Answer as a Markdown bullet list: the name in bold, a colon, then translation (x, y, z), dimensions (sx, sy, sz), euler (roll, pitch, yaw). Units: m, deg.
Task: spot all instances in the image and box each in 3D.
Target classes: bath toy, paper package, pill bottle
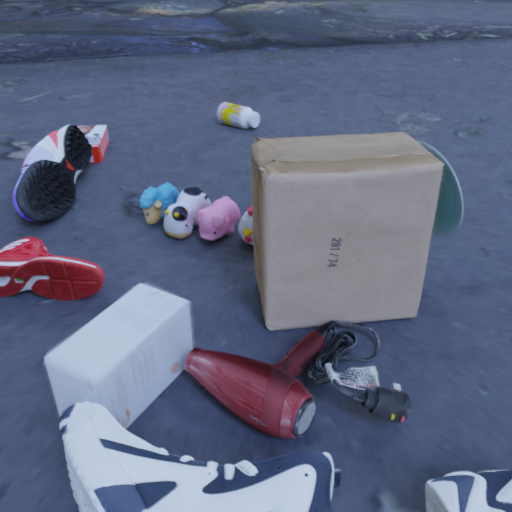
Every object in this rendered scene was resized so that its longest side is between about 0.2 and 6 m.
- **bath toy**: translation (-0.732, -0.642, 8.928), dimensions (2.200, 0.813, 0.957), euler (13, 70, 21)
- **paper package**: translation (1.034, -0.317, 7.058), dimensions (2.139, 2.244, 1.161), euler (-4, 33, -5)
- **pill bottle**: translation (-0.415, -3.354, 13.461), dimensions (0.982, 0.512, 0.512), euler (20, 38, 28)

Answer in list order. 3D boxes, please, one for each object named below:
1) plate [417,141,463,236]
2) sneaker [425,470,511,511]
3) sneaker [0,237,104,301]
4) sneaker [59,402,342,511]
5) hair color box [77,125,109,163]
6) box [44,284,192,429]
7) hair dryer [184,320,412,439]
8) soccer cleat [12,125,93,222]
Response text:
- **plate**: translation (2.374, -0.929, 7.637), dimensions (0.177, 1.382, 1.382), euler (-24, 39, -16)
- **sneaker**: translation (2.375, 2.388, 4.064), dimensions (1.420, 0.871, 2.183), euler (-16, 25, -8)
- **sneaker**: translation (-2.947, 0.056, 7.937), dimensions (1.821, 0.713, 1.052), euler (3, 34, 3)
- **sneaker**: translation (-0.271, 1.971, 4.517), dimensions (1.845, 1.131, 2.835), euler (-22, 39, -33)
- **hair color box**: translation (-3.630, -2.420, 12.089), dimensions (0.711, 0.410, 1.282), euler (-3, 31, -4)
- **box**: translation (-1.405, 1.114, 6.053), dimensions (0.714, 0.912, 1.466), euler (17, 36, 25)
- **hair dryer**: translation (0.378, 1.333, 6.212), dimensions (2.356, 0.640, 1.794), euler (4, 19, -7)
- **soccer cleat**: translation (-3.871, -1.423, 10.229), dimensions (1.064, 0.991, 2.906), euler (-20, 35, 16)
